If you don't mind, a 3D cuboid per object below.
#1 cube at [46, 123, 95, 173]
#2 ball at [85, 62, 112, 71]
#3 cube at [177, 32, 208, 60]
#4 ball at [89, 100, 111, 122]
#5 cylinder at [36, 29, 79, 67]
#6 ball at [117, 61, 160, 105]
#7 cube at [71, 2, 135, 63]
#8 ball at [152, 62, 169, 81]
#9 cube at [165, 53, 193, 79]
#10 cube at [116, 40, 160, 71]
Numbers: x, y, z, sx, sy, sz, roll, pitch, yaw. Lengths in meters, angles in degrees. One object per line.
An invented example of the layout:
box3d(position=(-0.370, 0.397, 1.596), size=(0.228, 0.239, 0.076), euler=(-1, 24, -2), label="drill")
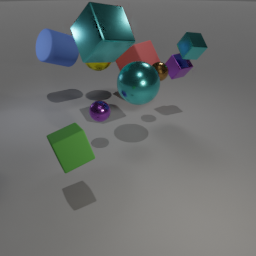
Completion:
box3d(position=(-1.215, 0.400, 5.933), size=(0.700, 0.700, 0.700), euler=(-26, 24, -16), label="cube")
box3d(position=(-1.366, -3.310, 12.748), size=(1.400, 1.400, 1.400), euler=(0, 28, 0), label="ball")
box3d(position=(2.345, -3.007, 10.295), size=(0.700, 0.700, 0.700), euler=(-6, 66, -28), label="cube")
box3d(position=(-0.911, -0.546, 9.059), size=(0.700, 0.700, 0.700), euler=(0, 28, 0), label="ball")
box3d(position=(-3.115, -3.520, 12.403), size=(1.400, 1.400, 1.400), euler=(1, 20, -46), label="cylinder")
box3d(position=(0.336, -1.440, 9.025), size=(1.400, 1.400, 1.400), euler=(0, 28, 0), label="ball")
box3d(position=(-0.866, -3.178, 9.527), size=(1.400, 1.400, 1.400), euler=(-13, -11, -41), label="cube")
box3d(position=(1.122, -2.047, 10.184), size=(0.700, 0.700, 0.700), euler=(0, 28, 0), label="ball")
box3d(position=(1.965, -2.427, 10.962), size=(0.700, 0.700, 0.700), euler=(-18, 73, -31), label="cube")
box3d(position=(0.495, -3.093, 13.205), size=(1.400, 1.400, 1.400), euler=(-20, 9, 43), label="cube")
